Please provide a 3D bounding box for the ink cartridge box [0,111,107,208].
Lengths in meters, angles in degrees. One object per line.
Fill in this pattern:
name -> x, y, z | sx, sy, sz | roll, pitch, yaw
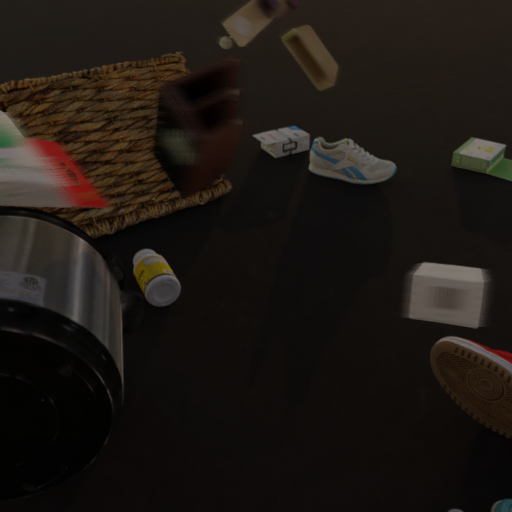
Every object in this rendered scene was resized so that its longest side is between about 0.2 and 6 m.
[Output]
ink cartridge box -> -2.123, -0.928, 5.312 | 1.091, 0.339, 1.355 | 49, 26, 19

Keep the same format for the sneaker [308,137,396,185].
sneaker -> 2.042, -2.027, 11.891 | 1.874, 0.757, 0.717 | 11, 34, 15

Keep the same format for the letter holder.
letter holder -> -0.568, -1.556, 6.927 | 1.105, 1.555, 0.782 | -31, 81, -21

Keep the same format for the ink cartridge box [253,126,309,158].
ink cartridge box -> 0.577, -2.664, 13.163 | 1.190, 0.404, 0.690 | -17, 37, -24

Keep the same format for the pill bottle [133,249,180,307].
pill bottle -> -1.560, 0.301, 8.571 | 0.540, 0.540, 0.971 | -15, 36, -21

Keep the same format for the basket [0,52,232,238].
basket -> -3.091, -1.907, 11.254 | 4.024, 2.998, 2.872 | -24, 8, -31

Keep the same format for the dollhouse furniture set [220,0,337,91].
dollhouse furniture set -> 0.530, -3.686, 9.905 | 1.561, 2.199, 1.743 | -45, 18, -13

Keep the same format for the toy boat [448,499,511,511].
toy boat -> 2.253, 2.597, 5.121 | 1.088, 0.505, 0.914 | 6, 34, 8

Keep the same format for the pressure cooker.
pressure cooker -> -2.585, 0.803, 5.980 | 2.436, 2.398, 2.727 | -35, 34, 7

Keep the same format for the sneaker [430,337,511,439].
sneaker -> 3.446, 1.466, 6.438 | 2.623, 0.934, 1.475 | 30, 47, 27

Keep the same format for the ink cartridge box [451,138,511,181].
ink cartridge box -> 5.318, -2.132, 12.421 | 1.577, 0.378, 1.148 | 22, 39, 32

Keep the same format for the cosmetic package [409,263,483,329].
cosmetic package -> 1.964, 0.368, 5.755 | 0.638, 0.448, 1.257 | 7, 7, 21
